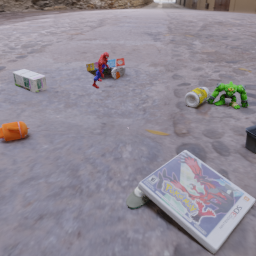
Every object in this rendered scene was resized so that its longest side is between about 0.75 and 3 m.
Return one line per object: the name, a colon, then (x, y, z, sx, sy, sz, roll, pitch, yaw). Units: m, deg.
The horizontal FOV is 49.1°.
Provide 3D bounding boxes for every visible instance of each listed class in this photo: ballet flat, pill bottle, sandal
ballet flat: (0.554, 1.582, 7.570, 1.571, 0.500, 0.530, -24, 37, -36)
pill bottle: (3.196, -1.451, 12.786, 0.718, 0.718, 1.281, 22, 36, 34)
sandal: (-0.650, -3.214, 16.137, 0.461, 0.617, 1.609, 12, 23, 23)

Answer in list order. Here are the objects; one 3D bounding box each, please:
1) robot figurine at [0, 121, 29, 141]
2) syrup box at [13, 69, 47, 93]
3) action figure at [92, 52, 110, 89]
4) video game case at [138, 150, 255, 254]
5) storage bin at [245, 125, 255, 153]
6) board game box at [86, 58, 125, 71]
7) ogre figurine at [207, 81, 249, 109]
robot figurine: (-4.103, 0.108, 10.070, 1.092, 0.785, 0.637, -12, 47, -22)
syrup box: (-5.114, -2.467, 14.573, 1.857, 0.731, 0.756, 22, 36, 33)
action figure: (-0.943, -2.121, 10.124, 0.454, 1.758, 0.575, 23, 60, -2)
video game case: (1.767, 1.673, 7.138, 2.300, 0.264, 2.096, 37, 44, 29)
storage bin: (4.481, 0.337, 9.562, 1.093, 0.734, 0.796, -13, 32, -24)
board game box: (-1.362, -3.721, 16.466, 1.618, 0.426, 2.114, -15, 14, -24)
ogre figurine: (4.508, -1.486, 12.525, 1.724, 1.034, 0.846, 18, 34, 31)
